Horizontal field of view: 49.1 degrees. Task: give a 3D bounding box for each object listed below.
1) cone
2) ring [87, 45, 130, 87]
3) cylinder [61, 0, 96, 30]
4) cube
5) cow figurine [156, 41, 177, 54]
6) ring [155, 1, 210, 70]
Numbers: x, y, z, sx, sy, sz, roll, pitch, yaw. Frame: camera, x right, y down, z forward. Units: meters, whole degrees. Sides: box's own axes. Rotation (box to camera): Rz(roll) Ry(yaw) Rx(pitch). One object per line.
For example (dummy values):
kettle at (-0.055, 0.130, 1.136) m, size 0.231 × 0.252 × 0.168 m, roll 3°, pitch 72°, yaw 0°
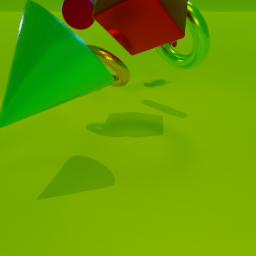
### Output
cone at (-1.227, -0.548, 3.703) m, size 1.492 × 1.487 × 1.487 m, roll -49°, pitch 38°, yaw -3°
ring at (-0.580, -1.404, 6.455) m, size 1.379 × 1.379 × 0.276 m, roll 17°, pitch 73°, yaw 32°
cylinder at (-1.581, -4.099, 9.590) m, size 1.141 × 1.141 × 1.141 m, roll 2°, pitch 37°, yaw 3°
cube at (0.308, -2.535, 5.666) m, size 1.340 × 1.340 × 1.340 m, roll -9°, pitch -28°, yaw 37°
cow figurine at (1.367, -3.596, 10.926) m, size 0.769 × 1.378 × 1.401 m, roll 13°, pitch 44°, yaw 35°
ring at (1.338, -2.530, 7.621) m, size 0.407 × 2.037 × 2.037 m, roll -38°, pitch 40°, yaw -22°
